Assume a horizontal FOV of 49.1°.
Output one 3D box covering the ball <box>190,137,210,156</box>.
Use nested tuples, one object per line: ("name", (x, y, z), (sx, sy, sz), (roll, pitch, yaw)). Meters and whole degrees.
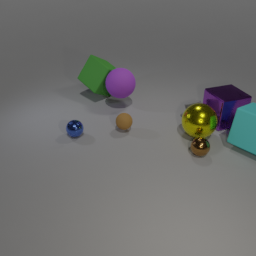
("ball", (2.627, 0.679, 10.178), (0.700, 0.700, 0.700), (0, 31, 0))

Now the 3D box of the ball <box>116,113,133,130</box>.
("ball", (-0.160, -0.276, 11.545), (0.700, 0.700, 0.700), (0, 31, 0))

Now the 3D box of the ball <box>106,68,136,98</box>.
("ball", (-0.343, -2.081, 13.027), (1.400, 1.400, 1.400), (0, 31, 0))

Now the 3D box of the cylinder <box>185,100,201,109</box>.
("cylinder", (2.896, -0.793, 12.232), (0.700, 0.700, 0.700), (-15, 8, 2))

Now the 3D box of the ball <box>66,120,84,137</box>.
("ball", (-2.136, 0.018, 11.251), (0.700, 0.700, 0.700), (0, 31, 0))

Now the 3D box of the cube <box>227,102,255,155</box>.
("cube", (4.764, 0.021, 10.310), (1.400, 1.400, 1.400), (-17, 35, -42))

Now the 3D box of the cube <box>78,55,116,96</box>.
("cube", (-1.373, -2.608, 14.102), (1.400, 1.400, 1.400), (41, 18, 24))

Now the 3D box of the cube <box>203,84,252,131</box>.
("cube", (4.184, -0.910, 12.086), (1.400, 1.400, 1.400), (-11, 33, -15))

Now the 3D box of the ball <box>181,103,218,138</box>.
("ball", (2.821, -0.284, 11.053), (1.400, 1.400, 1.400), (0, 31, 0))
